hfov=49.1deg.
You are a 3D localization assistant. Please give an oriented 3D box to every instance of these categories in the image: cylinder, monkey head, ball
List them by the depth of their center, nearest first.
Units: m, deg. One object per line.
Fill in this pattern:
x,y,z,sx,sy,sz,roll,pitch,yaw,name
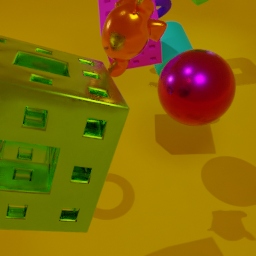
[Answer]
0.095,-1.110,3.308,0.793,1.103,0.665,11,52,-18,monkey head
1.225,-0.722,5.093,1.379,1.379,1.379,0,49,0,ball
1.096,-1.985,7.231,1.060,1.060,1.060,-13,66,-11,cylinder

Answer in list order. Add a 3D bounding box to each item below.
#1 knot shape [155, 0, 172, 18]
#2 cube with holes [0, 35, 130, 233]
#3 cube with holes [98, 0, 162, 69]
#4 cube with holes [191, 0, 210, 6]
0.572,-3.369,8.004,1.596,1.494,0.738,38,73,-23,knot shape
-0.951,0.004,2.732,1.331,1.331,1.331,10,25,-20,cube with holes
0.064,-2.048,5.891,1.106,1.106,1.106,-9,63,5,cube with holes
2.112,-4.353,7.519,1.274,1.274,1.274,-23,43,4,cube with holes
